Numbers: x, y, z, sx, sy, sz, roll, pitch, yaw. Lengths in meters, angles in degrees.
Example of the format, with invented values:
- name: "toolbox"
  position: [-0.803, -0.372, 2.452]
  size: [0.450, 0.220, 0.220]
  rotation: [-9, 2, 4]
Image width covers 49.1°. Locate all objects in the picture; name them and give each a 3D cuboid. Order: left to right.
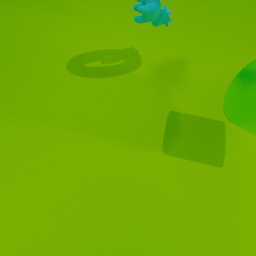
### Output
- name: "cow figurine"
  position: [0.637, -2.747, 6.603]
  size: [1.004, 1.020, 0.560]
  rotation: [-4, 88, -8]
- name: "cylinder"
  position: [2.645, -0.411, 5.006]
  size: [1.300, 1.300, 1.300]
  rotation: [25, 59, -20]
